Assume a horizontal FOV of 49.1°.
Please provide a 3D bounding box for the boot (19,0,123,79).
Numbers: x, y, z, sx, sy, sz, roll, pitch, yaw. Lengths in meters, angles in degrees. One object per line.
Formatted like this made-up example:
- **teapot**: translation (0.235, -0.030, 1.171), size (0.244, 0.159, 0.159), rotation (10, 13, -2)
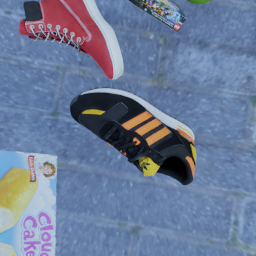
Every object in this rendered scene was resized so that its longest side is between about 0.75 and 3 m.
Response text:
- **boot**: translation (-0.973, -1.430, 4.602), size (1.350, 0.678, 1.872), rotation (-23, 71, -19)

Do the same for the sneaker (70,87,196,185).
- **sneaker**: translation (0.223, 0.241, 5.450), size (2.885, 1.009, 1.298), rotation (22, 44, -24)

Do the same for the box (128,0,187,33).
- **box**: translation (0.636, -2.847, 6.366), size (1.232, 1.804, 0.340), rotation (28, 120, -14)

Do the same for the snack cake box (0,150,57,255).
- **snack cake box**: translation (-1.762, 1.475, 4.115), size (1.263, 0.738, 2.196), rotation (9, 66, -33)

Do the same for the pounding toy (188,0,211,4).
- **pounding toy**: translation (1.872, -3.513, 6.731), size (1.078, 0.500, 0.832), rotation (-11, 74, 11)
